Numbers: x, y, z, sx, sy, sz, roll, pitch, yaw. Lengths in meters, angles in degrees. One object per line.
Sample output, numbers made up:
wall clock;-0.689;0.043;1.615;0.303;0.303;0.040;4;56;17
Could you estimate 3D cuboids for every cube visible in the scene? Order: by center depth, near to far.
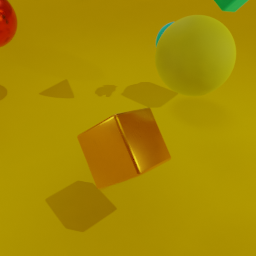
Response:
cube;-0.048;0.272;3.894;0.809;0.809;0.809;-27;-7;38
cube;2.240;-3.227;5.869;1.065;1.065;1.065;55;37;4

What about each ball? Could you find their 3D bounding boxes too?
ball;1.120;-1.200;4.733;1.320;1.320;1.320;0;38;0
ball;-3.345;-2.576;6.667;1.332;1.332;1.332;0;38;0
ball;1.253;-2.221;7.317;1.052;1.052;1.052;0;38;0
